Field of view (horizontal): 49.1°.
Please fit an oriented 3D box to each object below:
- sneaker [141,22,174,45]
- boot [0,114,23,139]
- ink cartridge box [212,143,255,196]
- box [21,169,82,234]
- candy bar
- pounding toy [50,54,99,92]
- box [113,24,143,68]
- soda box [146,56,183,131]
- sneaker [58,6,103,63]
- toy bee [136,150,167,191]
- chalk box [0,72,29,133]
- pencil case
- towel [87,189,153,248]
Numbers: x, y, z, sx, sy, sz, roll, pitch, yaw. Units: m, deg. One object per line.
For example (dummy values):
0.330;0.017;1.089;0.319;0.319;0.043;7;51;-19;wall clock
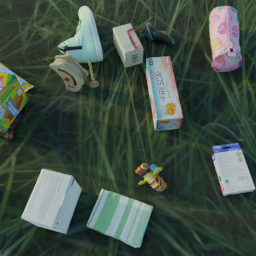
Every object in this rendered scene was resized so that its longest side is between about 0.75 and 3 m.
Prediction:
1.319;-4.067;12.549;1.629;0.596;0.667;36;88;20;sneaker
-4.707;-0.128;10.633;1.154;0.371;1.075;9;62;9;boot
3.636;1.420;9.831;1.037;0.365;1.738;-8;67;-4;ink cartridge box
-2.282;2.308;8.707;1.020;1.561;1.553;13;64;9;box
-4.890;-2.132;11.662;2.250;0.249;0.561;36;64;15;candy bar
-2.106;-2.222;11.169;1.088;1.902;1.091;-13;45;43;pounding toy
-0.001;-3.516;11.961;0.825;0.968;1.514;-18;65;-9;box
1.350;-1.364;10.905;0.991;0.922;2.899;-5;63;-2;soda box
-2.245;-4.074;12.142;1.755;1.095;2.975;-12;65;-9;sneaker
0.613;1.549;9.498;1.543;0.839;1.010;34;112;24;toy bee
-4.948;-0.807;10.146;1.379;1.389;2.225;11;57;15;chalk box
4.163;-3.830;11.968;1.294;1.294;2.961;5;63;3;pencil case
-0.259;2.908;9.162;1.838;0.215;1.402;18;64;9;towel
